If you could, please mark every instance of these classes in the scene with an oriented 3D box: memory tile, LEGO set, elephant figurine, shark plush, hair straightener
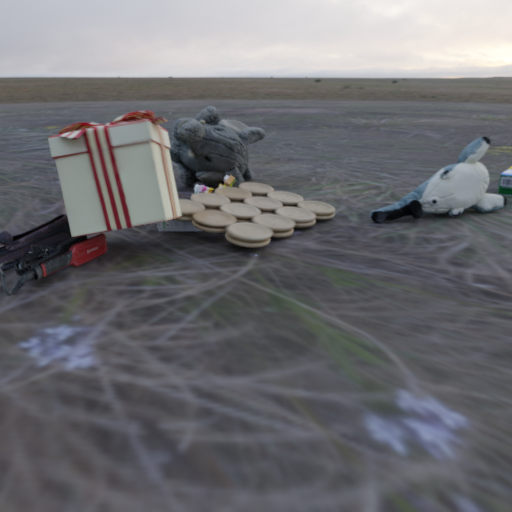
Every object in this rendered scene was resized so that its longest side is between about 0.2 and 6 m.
[{"bbox_3d":[-0.088,-0.870,10.940,2.393,0.262,3.122,21,26,31],"label":"memory tile"},{"bbox_3d":[-0.775,-1.285,12.097,0.536,0.663,1.441,19,25,26],"label":"LEGO set"},{"bbox_3d":[-0.839,-2.412,13.280,2.400,2.189,3.094,-23,19,-18],"label":"elephant figurine"},{"bbox_3d":[3.858,-1.146,11.924,3.431,1.559,1.429,-35,13,-26],"label":"shark plush"},{"bbox_3d":[-3.184,0.088,8.602,0.803,0.427,2.087,6,24,18],"label":"hair straightener"}]

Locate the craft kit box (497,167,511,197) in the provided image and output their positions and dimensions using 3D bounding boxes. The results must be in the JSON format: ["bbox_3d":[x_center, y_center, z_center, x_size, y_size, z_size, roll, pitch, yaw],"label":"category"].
[{"bbox_3d":[7.534,-1.823,13.716,2.571,0.624,2.539,13,25,32],"label":"craft kit box"}]

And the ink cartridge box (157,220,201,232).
[{"bbox_3d":[-1.228,-0.762,11.046,1.299,0.325,1.046,-2,20,-1],"label":"ink cartridge box"}]

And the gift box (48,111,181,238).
[{"bbox_3d":[-2.166,-1.357,9.061,1.796,1.817,1.946,-11,5,-3],"label":"gift box"}]

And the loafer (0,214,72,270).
[{"bbox_3d":[-3.862,-0.219,8.970,0.709,0.621,1.971,17,26,41],"label":"loafer"}]
